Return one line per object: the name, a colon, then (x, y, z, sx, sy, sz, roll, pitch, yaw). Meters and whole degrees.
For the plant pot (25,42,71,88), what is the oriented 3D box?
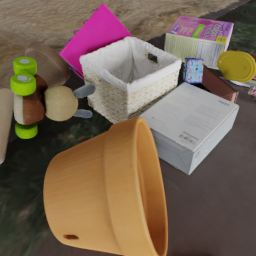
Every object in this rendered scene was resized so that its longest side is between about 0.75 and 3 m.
plant pot: (-3.432, -2.009, 10.631, 1.900, 1.900, 1.657, 23, 63, 23)

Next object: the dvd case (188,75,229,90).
dvd case: (3.162, -1.501, 11.076, 1.663, 0.179, 2.236, 10, 42, 9)

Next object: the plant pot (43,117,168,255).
plant pot: (-0.415, 1.404, 6.159, 2.074, 2.963, 2.963, -12, 41, 13)

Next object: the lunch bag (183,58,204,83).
lunch bag: (2.157, -2.005, 9.657, 0.493, 0.789, 1.049, -1, 16, -8)

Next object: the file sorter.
file sorter: (-1.370, -3.165, 10.789, 2.406, 1.672, 1.509, -51, 29, -5)

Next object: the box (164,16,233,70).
box: (3.290, -4.077, 13.090, 2.641, 1.277, 2.323, 17, 45, 17)

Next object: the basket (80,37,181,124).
basket: (0.092, -1.594, 9.796, 2.533, 2.037, 2.511, -32, 51, -29)

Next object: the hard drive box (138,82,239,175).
hard drive box: (1.858, -0.140, 8.919, 2.128, 1.048, 2.730, 31, 51, 30)

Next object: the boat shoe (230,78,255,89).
boat shoe: (4.768, -1.949, 11.335, 1.294, 0.401, 0.466, 21, 43, 14)

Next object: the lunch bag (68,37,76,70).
lunch bag: (-1.772, -3.387, 12.671, 1.838, 0.867, 2.294, -5, 42, -11)

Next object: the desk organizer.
desk organizer: (3.000, -1.488, 10.378, 0.809, 0.753, 2.100, -18, 45, -15)

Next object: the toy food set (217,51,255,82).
toy food set: (4.234, -2.296, 10.257, 0.625, 1.126, 1.914, -27, 34, -30)

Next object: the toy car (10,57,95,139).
toy car: (-2.391, -0.963, 9.252, 2.540, 2.087, 2.004, 0, 41, -16)

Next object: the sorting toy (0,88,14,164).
sorting toy: (-4.999, 0.145, 8.528, 2.968, 0.541, 2.748, -9, 56, 4)

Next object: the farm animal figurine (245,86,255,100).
farm animal figurine: (4.971, -1.124, 10.488, 0.938, 0.494, 0.948, 6, 34, -12)
